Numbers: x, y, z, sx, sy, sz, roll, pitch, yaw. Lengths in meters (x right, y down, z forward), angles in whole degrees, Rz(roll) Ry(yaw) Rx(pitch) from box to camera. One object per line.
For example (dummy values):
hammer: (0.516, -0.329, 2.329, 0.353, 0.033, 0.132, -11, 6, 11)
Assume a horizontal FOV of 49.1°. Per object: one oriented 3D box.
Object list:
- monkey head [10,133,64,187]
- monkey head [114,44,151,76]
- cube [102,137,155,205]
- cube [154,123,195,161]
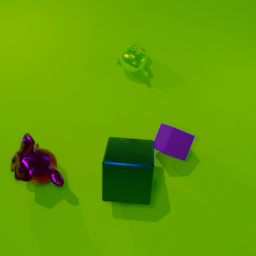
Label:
monkey head: (-2.466, 0.832, 7.655, 1.181, 1.410, 1.961, 3, 26, -42)
monkey head: (0.288, -2.378, 9.819, 1.530, 1.100, 0.922, 33, 108, 29)
cube: (0.018, 1.112, 7.460, 1.262, 1.262, 1.262, 4, 28, 2)
cube: (1.294, 0.392, 8.080, 0.781, 0.781, 0.781, 21, 92, -21)
